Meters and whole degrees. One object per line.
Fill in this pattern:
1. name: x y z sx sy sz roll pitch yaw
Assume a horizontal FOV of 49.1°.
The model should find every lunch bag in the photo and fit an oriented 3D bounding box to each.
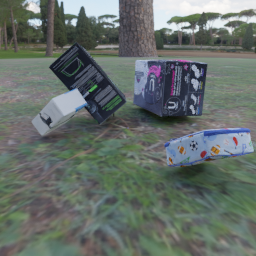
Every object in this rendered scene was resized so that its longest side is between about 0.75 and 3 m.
1. lunch bag: 1.523 0.373 5.433 1.233 0.581 1.539 -4 -9 -35

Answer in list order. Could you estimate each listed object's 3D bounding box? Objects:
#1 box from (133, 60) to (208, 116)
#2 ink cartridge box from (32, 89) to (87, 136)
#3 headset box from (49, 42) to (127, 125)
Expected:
1. box: 1.322 -1.506 9.888 1.552 1.787 2.705 -2 14 -19
2. ink cartridge box: -1.885 -0.418 7.662 1.301 0.545 0.944 -33 3 41
3. headset box: -1.085 -1.334 8.788 1.087 2.343 2.040 -40 11 5
